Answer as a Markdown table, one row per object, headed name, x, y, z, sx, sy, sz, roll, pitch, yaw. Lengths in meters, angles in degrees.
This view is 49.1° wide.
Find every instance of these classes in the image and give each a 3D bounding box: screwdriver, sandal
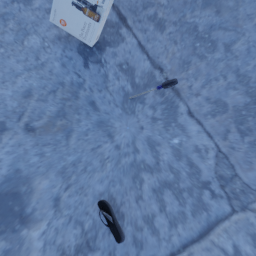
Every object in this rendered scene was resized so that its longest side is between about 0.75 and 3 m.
| name | x | y | z | sx | sy | sz | roll | pitch | yaw |
| --- | --- | --- | --- | --- | --- | --- | --- | --- | --- |
| screwdriver | 0.703 | -1.078 | 7.890 | 1.455 | 0.212 | 0.203 | -18 | 97 | 16 |
| sandal | -0.444 | 2.147 | 6.537 | 0.248 | 0.440 | 1.156 | -8 | 43 | -33 |

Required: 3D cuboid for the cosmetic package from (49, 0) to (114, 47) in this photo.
| name | x | y | z | sx | sy | sz | roll | pitch | yaw |
| --- | --- | --- | --- | --- | --- | --- | --- | --- | --- |
| cosmetic package | -1.267 | -3.381 | 7.669 | 1.468 | 1.947 | 0.503 | 32 | 54 | -4 |
